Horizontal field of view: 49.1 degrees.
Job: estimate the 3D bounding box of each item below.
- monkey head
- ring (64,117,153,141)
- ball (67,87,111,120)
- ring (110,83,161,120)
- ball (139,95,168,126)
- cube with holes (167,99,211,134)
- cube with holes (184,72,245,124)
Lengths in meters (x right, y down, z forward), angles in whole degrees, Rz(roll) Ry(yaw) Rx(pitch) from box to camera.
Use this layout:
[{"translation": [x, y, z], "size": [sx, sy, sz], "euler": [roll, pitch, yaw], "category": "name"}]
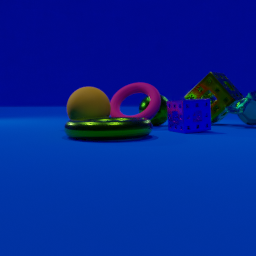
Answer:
[{"translation": [3.985, -0.452, 8.632], "size": [1.783, 1.075, 1.283], "euler": [16, 39, -17], "category": "monkey head"}, {"translation": [-0.440, -0.014, 6.431], "size": [2.012, 0.402, 2.012], "euler": [-1, 5, 0], "category": "ring"}, {"translation": [-1.100, -0.543, 7.903], "size": [1.230, 1.230, 1.230], "euler": [0, 5, 0], "category": "ball"}, {"translation": [0.202, -0.743, 8.670], "size": [1.658, 1.658, 0.332], "euler": [2, -33, 23], "category": "ring"}, {"translation": [0.928, -0.622, 9.675], "size": [1.118, 1.118, 1.118], "euler": [0, 5, 0], "category": "ball"}, {"translation": [1.629, -0.344, 7.551], "size": [0.827, 0.827, 0.827], "euler": [-7, 7, -21], "category": "cube with holes"}, {"translation": [3.190, -1.087, 10.246], "size": [1.322, 1.322, 1.322], "euler": [-10, -30, -52], "category": "cube with holes"}]
